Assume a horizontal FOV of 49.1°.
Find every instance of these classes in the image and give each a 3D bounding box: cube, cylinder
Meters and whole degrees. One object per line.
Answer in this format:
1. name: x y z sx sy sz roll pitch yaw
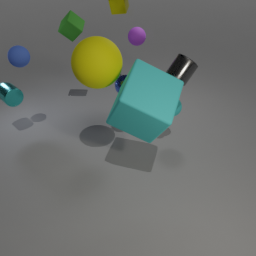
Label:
1. cube: -2.199 -3.966 10.916 0.700 0.700 0.700 30 47 -32
2. cylinder: 1.590 -1.721 8.292 0.700 0.700 0.700 33 10 -7
3. cylinder: -4.256 -1.208 10.113 0.700 0.700 0.700 -27 44 -36
4. cube: 0.426 -0.670 7.481 1.400 1.400 1.400 25 62 -7
5. cube: -0.398 -5.531 12.390 0.700 0.700 0.700 2 50 15

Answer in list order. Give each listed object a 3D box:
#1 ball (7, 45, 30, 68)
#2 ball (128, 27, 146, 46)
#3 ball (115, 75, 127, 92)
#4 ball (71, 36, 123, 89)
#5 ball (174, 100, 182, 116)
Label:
1. ball: -3.568 -2.337 9.160 0.700 0.700 0.700 0 32 0
2. ball: 0.344 -3.565 10.904 0.700 0.700 0.700 0 32 0
3. ball: -0.094 -1.424 9.334 0.700 0.700 0.700 0 32 0
4. ball: -0.850 -1.778 7.662 1.400 1.400 1.400 0 32 0
5. ball: 1.555 -0.754 9.933 0.700 0.700 0.700 0 32 0
